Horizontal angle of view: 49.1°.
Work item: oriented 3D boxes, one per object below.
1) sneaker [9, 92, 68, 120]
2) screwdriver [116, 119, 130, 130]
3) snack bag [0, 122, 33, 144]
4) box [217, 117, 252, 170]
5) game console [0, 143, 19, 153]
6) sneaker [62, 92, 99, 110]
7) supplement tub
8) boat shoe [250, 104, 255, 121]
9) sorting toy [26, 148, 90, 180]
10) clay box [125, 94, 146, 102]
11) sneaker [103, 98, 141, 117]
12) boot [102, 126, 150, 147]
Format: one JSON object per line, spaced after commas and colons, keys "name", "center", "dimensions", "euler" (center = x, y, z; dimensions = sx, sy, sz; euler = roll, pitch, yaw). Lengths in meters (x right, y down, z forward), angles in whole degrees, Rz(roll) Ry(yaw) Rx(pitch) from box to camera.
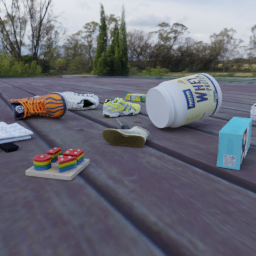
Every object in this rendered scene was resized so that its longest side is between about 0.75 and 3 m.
{"name": "sneaker", "center": [-3.531, -0.724, 10.715], "dimensions": [2.676, 1.038, 1.499], "euler": [-2, 12, 43]}
{"name": "screwdriver", "center": [-0.173, -0.076, 9.181], "dimensions": [0.264, 0.253, 1.811], "euler": [29, 6, -14]}
{"name": "snack bag", "center": [-4.371, 0.143, 8.115], "dimensions": [2.411, 0.274, 2.557], "euler": [-11, 16, -38]}
{"name": "box", "center": [2.474, 0.276, 6.403], "dimensions": [0.461, 0.773, 1.878], "euler": [7, 15, 28]}
{"name": "game console", "center": [-3.180, 0.524, 6.816], "dimensions": [0.921, 0.111, 0.543], "euler": [-13, 18, -42]}
{"name": "sneaker", "center": [-2.455, -1.195, 12.982], "dimensions": [2.210, 0.830, 0.896], "euler": [-2, 22, -7]}
{"name": "supplement tub", "center": [1.807, -0.883, 9.202], "dimensions": [2.108, 1.528, 1.528], "euler": [-17, 19, -25]}
{"name": "boat shoe", "center": [5.228, -0.709, 11.120], "dimensions": [0.647, 0.588, 1.760], "euler": [6, 14, 23]}
{"name": "sorting toy", "center": [-1.392, 0.674, 5.650], "dimensions": [0.951, 0.331, 0.945], "euler": [4, 14, 14]}
{"name": "clay box", "center": [0.515, -1.813, 16.471], "dimensions": [0.852, 0.353, 1.483], "euler": [-10, 17, -40]}
{"name": "sneaker", "center": [-0.187, -0.892, 11.615], "dimensions": [1.917, 0.732, 0.723], "euler": [-11, 15, -43]}
{"name": "boot", "center": [-0.034, 0.185, 7.607], "dimensions": [1.170, 0.422, 0.905], "euler": [9, 15, 12]}
